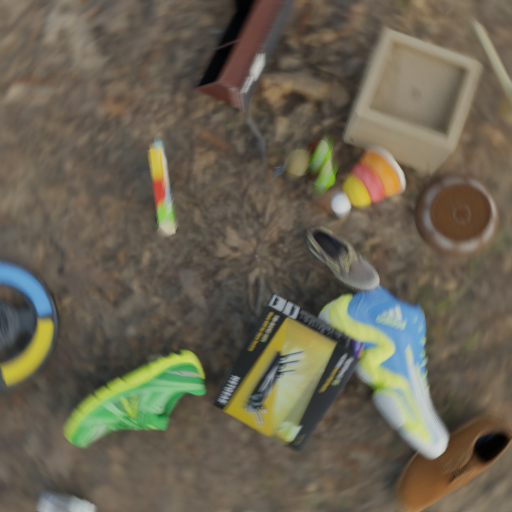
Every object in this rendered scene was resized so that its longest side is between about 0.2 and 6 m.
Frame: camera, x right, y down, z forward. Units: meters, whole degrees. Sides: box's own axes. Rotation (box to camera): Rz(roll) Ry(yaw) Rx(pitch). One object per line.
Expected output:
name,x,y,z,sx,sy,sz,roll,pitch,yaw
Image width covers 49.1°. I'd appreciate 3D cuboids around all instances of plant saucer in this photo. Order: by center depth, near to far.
plant saucer,3.912,-0.806,10.831,1.658,0.303,1.658,0,84,1

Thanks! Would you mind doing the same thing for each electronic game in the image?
electronic game,-4.897,1.293,10.525,2.356,0.490,2.356,0,85,0

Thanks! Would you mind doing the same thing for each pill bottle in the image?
pill bottle,-3.454,4.647,10.223,0.798,0.454,0.454,8,85,1

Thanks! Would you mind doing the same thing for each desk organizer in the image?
desk organizer,-0.172,-4.376,10.828,1.085,1.011,2.819,24,85,5

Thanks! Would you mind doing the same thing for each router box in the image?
router box,0.530,2.098,9.922,1.826,0.607,2.323,28,112,3

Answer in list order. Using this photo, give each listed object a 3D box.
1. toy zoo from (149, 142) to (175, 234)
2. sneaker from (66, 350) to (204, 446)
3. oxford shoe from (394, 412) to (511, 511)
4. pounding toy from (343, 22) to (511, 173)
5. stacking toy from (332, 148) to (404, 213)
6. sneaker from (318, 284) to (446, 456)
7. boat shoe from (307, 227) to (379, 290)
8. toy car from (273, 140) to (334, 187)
toy zoo,-1.738,-1.283,10.307,0.170,1.092,1.664,-8,87,-3
sneaker,-2.170,2.747,10.127,2.720,1.007,1.137,-29,81,-3
oxford shoe,3.538,3.756,10.108,2.501,0.891,0.892,-40,87,-2
pounding toy,3.491,-2.970,10.511,2.946,1.348,2.588,20,77,1
stacking toy,1.963,-1.276,10.422,1.365,0.998,0.998,-37,86,-9
sneaker,2.673,1.893,10.098,1.715,1.236,3.265,-38,85,-4
boat shoe,1.580,0.032,10.358,0.575,0.476,1.600,-44,65,-9
toy car,0.858,-1.664,10.533,1.090,0.895,0.860,-10,108,7
